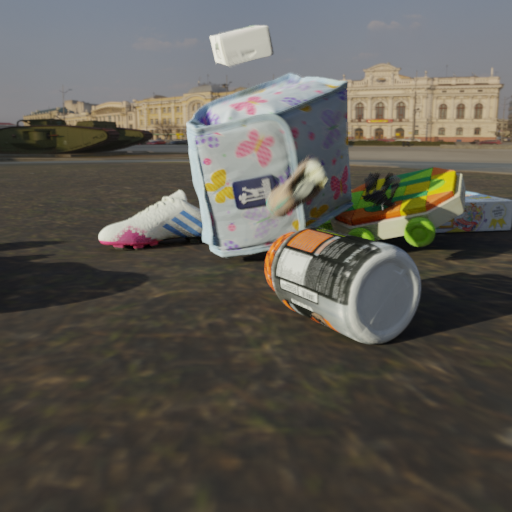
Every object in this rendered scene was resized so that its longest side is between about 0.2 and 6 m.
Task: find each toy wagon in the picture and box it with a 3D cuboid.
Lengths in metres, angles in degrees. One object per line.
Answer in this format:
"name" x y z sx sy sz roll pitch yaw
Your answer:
"toy wagon" 2.447 -0.903 11.182 3.236 0.640 2.511 -9 26 27

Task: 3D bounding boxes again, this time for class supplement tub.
"supplement tub" 0.934 0.274 6.680 1.119 1.119 1.826 -7 14 -29

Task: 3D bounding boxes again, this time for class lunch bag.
"lunch bag" 0.247 -1.546 9.849 2.973 2.521 1.890 -28 36 -31

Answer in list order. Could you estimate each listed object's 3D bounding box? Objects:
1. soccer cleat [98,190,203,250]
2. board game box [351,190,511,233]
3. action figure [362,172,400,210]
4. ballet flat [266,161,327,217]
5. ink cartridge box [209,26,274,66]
"soccer cleat" -1.937 -0.773 11.431 2.572 1.110 0.898 -7 14 -26
"board game box" 3.585 -1.155 13.965 4.293 0.735 2.886 -2 13 -10
"action figure" 2.318 -1.278 10.462 0.654 0.562 1.101 10 30 7
"ballet flat" 0.764 -1.071 8.441 0.535 0.541 1.591 -26 16 46
"ink cartridge box" -0.194 -2.633 6.996 0.614 0.354 0.844 -17 24 -7
